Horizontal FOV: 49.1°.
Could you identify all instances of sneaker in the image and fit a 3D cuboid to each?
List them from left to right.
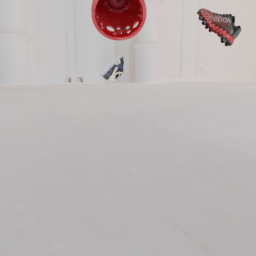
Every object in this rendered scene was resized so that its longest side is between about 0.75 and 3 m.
[{"bbox_3d":[-0.457,-2.137,10.221,0.597,0.605,1.523,-37,14,44],"label":"sneaker"},{"bbox_3d":[3.202,-3.679,9.752,1.777,0.868,0.628,50,13,19],"label":"sneaker"}]

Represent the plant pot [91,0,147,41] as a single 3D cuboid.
[{"bbox_3d":[-0.275,-3.456,7.889,1.496,1.496,1.362,-1,46,-4],"label":"plant pot"}]
